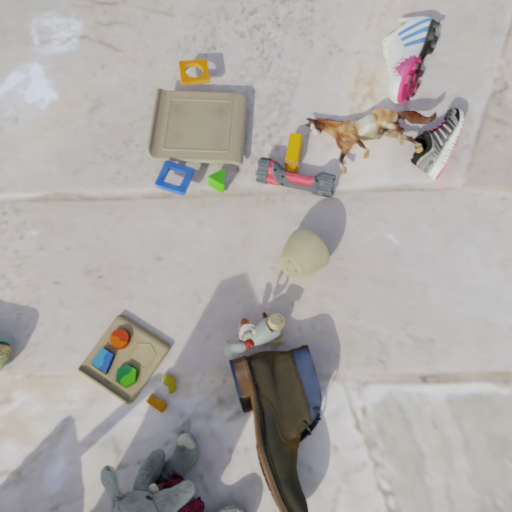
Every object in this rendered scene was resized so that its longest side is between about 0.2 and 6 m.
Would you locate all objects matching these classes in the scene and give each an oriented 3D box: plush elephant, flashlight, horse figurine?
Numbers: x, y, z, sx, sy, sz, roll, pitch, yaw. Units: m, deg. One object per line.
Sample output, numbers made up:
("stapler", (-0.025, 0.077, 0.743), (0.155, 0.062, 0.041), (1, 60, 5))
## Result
("plush elephant", (-1.521, 4.023, 8.850), (2.355, 1.823, 1.940), (-29, 68, -13))
("flashlight", (0.869, -1.744, 12.310), (1.724, 0.584, 0.586), (11, 84, 9))
("horse figurine", (2.636, -2.796, 12.698), (2.675, 0.668, 1.773), (-17, 46, 1))

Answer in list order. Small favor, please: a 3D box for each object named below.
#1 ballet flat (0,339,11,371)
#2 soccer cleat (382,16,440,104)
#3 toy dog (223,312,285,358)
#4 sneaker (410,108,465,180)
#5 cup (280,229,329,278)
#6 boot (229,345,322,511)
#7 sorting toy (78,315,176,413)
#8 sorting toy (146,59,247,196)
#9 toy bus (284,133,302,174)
("ballet flat", (-5.821, 1.808, 10.535), (2.312, 0.817, 0.817), (9, 64, 2))
("soccer cleat", (3.541, -4.800, 13.711), (1.221, 0.988, 2.828), (17, 61, 22))
("toy dog", (-0.055, 1.426, 10.648), (1.356, 0.894, 0.653), (-1, 36, -39))
("sneaker", (4.075, -2.678, 12.708), (0.849, 0.716, 1.941), (25, 71, 5))
("cup", (0.873, 0.049, 11.167), (0.967, 0.967, 0.691), (37, 53, 16))
("boot", (0.674, 3.016, 9.714), (1.530, 1.180, 3.157), (-18, 64, -6))
("sorting toy", (-2.285, 2.082, 10.668), (1.852, 0.248, 1.380), (30, 68, 13))
("sorting toy", (-1.332, -2.940, 12.976), (2.163, 0.523, 3.842), (5, 64, -3))
("toy bus", (0.842, -2.287, 12.711), (0.313, 0.377, 0.963), (9, 65, 4))
